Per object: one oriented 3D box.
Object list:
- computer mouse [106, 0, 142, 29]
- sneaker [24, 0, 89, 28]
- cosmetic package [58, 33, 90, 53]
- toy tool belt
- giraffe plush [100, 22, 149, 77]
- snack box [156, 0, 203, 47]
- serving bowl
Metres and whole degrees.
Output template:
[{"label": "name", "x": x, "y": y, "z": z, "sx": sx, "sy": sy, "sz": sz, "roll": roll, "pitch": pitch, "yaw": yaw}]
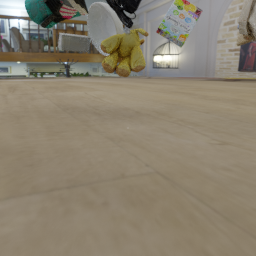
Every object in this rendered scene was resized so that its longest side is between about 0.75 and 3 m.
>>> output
[{"label": "computer mouse", "x": -0.019, "y": -3.613, "z": 7.435, "sx": 0.463, "sy": 1.756, "sz": 1.216, "roll": 4, "pitch": -33, "yaw": 47}, {"label": "sneaker", "x": -2.203, "y": -3.685, "z": 8.003, "sx": 1.690, "sy": 1.170, "sz": 2.799, "roll": -17, "pitch": 6, "yaw": 4}, {"label": "cosmetic package", "x": -1.960, "y": -3.122, "z": 10.264, "sx": 1.071, "sy": 0.572, "sz": 0.483, "roll": -2, "pitch": 27, "yaw": -30}, {"label": "toy tool belt", "x": 2.999, "y": -2.792, "z": 5.895, "sx": 1.302, "sy": 2.086, "sz": 1.282, "roll": 19, "pitch": 5, "yaw": -15}, {"label": "giraffe plush", "x": -0.046, "y": -2.410, "z": 8.655, "sx": 1.431, "sy": 1.658, "sz": 1.345, "roll": 14, "pitch": 9, "yaw": 3}, {"label": "snack box", "x": 1.876, "y": -3.869, "z": 10.175, "sx": 1.102, "sy": 1.549, "sz": 0.410, "roll": 31, "pitch": -12, "yaw": -1}, {"label": "serving bowl", "x": -0.718, "y": -3.531, "z": 9.935, "sx": 0.598, "sy": 1.818, "sz": 1.818, "roll": -28, "pitch": 25, "yaw": -29}]
